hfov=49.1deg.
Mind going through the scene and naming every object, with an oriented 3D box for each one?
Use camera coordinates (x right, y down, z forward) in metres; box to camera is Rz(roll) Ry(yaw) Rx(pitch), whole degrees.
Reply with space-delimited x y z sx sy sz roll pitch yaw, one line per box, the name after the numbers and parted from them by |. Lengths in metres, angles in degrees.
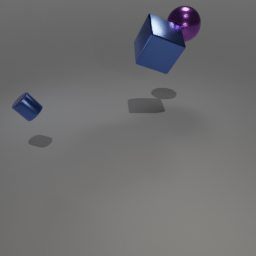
-3.309 -0.695 9.218 0.700 0.700 0.700 -30 33 22 | cylinder
1.160 -3.182 10.699 1.400 1.400 1.400 14 49 -20 | cube
2.275 -4.260 11.500 1.400 1.400 1.400 0 30 0 | ball
